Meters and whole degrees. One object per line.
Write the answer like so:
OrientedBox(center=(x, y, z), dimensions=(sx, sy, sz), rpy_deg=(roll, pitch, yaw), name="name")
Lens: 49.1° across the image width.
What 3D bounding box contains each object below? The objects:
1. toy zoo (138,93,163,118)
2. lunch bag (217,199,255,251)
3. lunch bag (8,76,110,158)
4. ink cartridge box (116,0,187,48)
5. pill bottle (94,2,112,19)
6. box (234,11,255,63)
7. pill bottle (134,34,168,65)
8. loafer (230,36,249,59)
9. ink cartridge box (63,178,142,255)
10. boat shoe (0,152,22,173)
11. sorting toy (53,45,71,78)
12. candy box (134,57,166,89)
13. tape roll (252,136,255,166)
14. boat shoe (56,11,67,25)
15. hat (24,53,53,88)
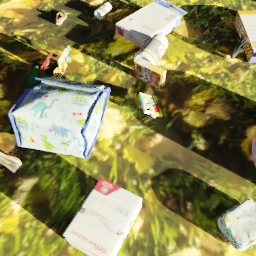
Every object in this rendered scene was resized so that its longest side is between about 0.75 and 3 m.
OrientedBox(center=(0.726, -0.684, 8.861), dimensions=(0.661, 0.103, 1.008), rpy_deg=(12, 43, -29), name="toy zoo")
OrientedBox(center=(2.777, 2.324, 6.677), dimensions=(1.149, 0.443, 0.922), rpy_deg=(-25, 60, -17), name="lunch bag")
OrientedBox(center=(-1.821, -0.596, 8.205), dimensions=(2.157, 1.617, 2.537), rpy_deg=(11, 42, 5), name="lunch bag")
OrientedBox(center=(1.000, -4.359, 11.557), dimensions=(1.600, 0.563, 2.681), rpy_deg=(39, 66, 25), name="ink cartridge box")
OrientedBox(center=(-1.074, -5.107, 12.174), dimensions=(0.441, 0.441, 0.779), rpy_deg=(25, 57, 18), name="pill bottle")
OrientedBox(center=(5.385, -3.483, 10.895), dimensions=(1.779, 0.620, 2.988), rpy_deg=(1, 56, 1), name="box")
OrientedBox(center=(0.864, -2.763, 10.194), dimensions=(0.832, 0.832, 1.430), rpy_deg=(24, 57, 17), name="pill bottle")
OrientedBox(center=(4.070, -2.902, 10.248), dimensions=(0.298, 0.877, 0.308), rpy_deg=(-6, 44, -46), name="loafer")
OrientedBox(center=(-0.557, 2.196, 6.618), dimensions=(1.183, 0.679, 1.628), rpy_deg=(24, 57, 17), name="ink cartridge box")
OrientedBox(center=(-3.539, 0.929, 7.720), dimensions=(1.172, 0.437, 0.430), rpy_deg=(13, 55, 11), name="boat shoe")
OrientedBox(center=(-2.244, -2.242, 9.821), dimensions=(0.198, 0.817, 1.451), rpy_deg=(17, 56, -1), name="sorting toy")
OrientedBox(center=(0.734, -1.897, 9.666), dimensions=(1.127, 0.658, 0.318), rpy_deg=(32, 59, 22), name="candy box")
OrientedBox(center=(5.027, 0.676, 7.576), dimensions=(2.955, 0.969, 2.955), rpy_deg=(-1, 53, 1), name="tape roll")
OrientedBox(center=(-2.889, -4.803, 12.017), dimensions=(0.327, 0.326, 0.906), rpy_deg=(12, 54, 9), name="boat shoe")
OrientedBox(center=(-3.157, -2.024, 9.569), dimensions=(0.902, 0.958, 1.089), rpy_deg=(25, 57, 18), name="hat")
